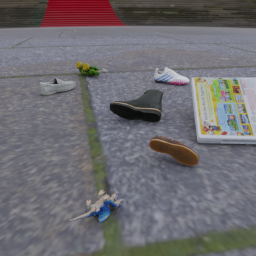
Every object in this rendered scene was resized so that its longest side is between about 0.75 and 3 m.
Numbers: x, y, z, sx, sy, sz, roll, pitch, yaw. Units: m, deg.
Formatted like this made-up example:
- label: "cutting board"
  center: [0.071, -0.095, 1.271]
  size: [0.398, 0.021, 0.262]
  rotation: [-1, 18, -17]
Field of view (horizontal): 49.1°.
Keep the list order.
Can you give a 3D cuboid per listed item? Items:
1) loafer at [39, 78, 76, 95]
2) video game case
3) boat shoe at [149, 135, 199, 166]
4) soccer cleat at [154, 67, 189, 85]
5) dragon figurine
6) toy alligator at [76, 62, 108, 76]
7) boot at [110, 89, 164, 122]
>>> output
- label: "loafer"
  center: [-2.955, -1.827, 11.874]
  size: [0.585, 0.584, 1.673]
  rotation: [21, 32, 39]
- label: "video game case"
  center: [3.164, -0.594, 8.275]
  size: [2.388, 0.300, 2.624]
  rotation: [1, 48, 6]
- label: "boat shoe"
  center: [1.121, 0.480, 6.639]
  size: [1.222, 0.430, 0.430]
  rotation: [25, 27, 14]
- label: "soccer cleat"
  center: [2.015, -2.420, 13.026]
  size: [1.676, 0.723, 0.585]
  rotation: [8, 26, 17]
- label: "dragon figurine"
  center: [-0.503, 1.450, 4.959]
  size: [1.030, 0.512, 0.303]
  rotation: [-39, 43, -27]
- label: "toy alligator"
  center: [-1.920, -2.900, 14.279]
  size: [2.325, 0.559, 0.771]
  rotation: [24, 1, 42]
- label: "boot"
  center: [0.324, -0.864, 9.179]
  size: [1.674, 0.648, 1.158]
  rotation: [14, 56, 3]
